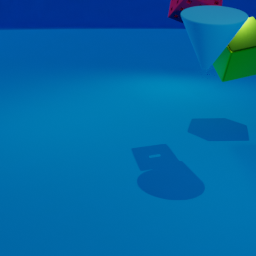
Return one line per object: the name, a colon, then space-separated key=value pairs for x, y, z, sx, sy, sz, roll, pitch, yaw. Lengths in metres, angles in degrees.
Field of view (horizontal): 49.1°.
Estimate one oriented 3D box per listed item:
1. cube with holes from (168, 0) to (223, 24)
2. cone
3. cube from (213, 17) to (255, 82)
cube with holes: x=1.750 y=-3.355 z=7.223 sx=0.970 sy=0.970 sz=0.970 roll=15 pitch=-14 yaw=-16
cone: x=1.865 y=-1.895 z=6.473 sx=1.418 sy=1.423 sz=1.418 roll=-1 pitch=38 yaw=1
cube: x=3.493 y=-2.482 z=8.915 sx=1.318 sy=1.318 sz=1.318 roll=-13 pitch=58 yaw=-2
